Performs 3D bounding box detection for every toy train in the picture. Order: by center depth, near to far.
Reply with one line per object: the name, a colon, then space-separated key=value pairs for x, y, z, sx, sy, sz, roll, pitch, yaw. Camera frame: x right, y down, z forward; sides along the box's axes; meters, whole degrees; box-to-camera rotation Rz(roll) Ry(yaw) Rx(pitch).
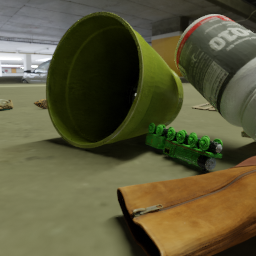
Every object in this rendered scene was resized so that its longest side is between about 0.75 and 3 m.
toy train: x=0.943 y=0.303 z=5.216 sx=0.416 sy=0.562 sz=1.993 roll=9 pitch=5 yaw=-28

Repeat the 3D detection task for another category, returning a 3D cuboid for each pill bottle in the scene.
pill bottle: x=2.319 y=-1.073 z=5.796 sx=1.645 sy=1.645 sz=2.888 roll=-5 pitch=40 yaw=-23

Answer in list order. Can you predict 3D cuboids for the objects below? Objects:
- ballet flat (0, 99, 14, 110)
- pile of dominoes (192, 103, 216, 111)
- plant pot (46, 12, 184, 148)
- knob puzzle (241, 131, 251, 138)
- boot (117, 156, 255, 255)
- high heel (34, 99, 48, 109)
ballet flat: x=-5.529 y=-0.973 z=11.961 sx=0.524 sy=0.485 sz=1.487 roll=3 pitch=12 yaw=18
pile of dominoes: x=4.068 y=-0.916 z=12.693 sx=1.868 sy=0.297 sz=1.456 roll=-15 pitch=17 yaw=-26
plant pot: x=-0.018 y=-0.917 z=6.880 sx=2.822 sy=2.822 sz=2.717 roll=9 pitch=2 yaw=38
knob puzzle: x=4.020 y=0.255 z=5.967 sx=2.622 sy=0.364 sz=2.622 roll=0 pitch=10 yaw=0
boot: x=1.359 y=0.699 z=2.458 sx=2.506 sy=0.858 sz=2.359 roll=-5 pitch=12 yaw=-21
high heel: x=-3.463 y=-1.067 z=12.442 sx=1.261 sy=0.450 sz=0.899 roll=3 pitch=1 yaw=-35
